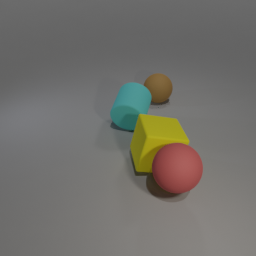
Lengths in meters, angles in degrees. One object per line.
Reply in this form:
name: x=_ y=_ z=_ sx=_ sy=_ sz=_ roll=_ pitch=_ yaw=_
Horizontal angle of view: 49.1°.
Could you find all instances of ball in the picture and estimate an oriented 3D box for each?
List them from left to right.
ball: x=1.429 y=-1.905 z=13.397 sx=1.400 sy=1.400 sz=1.400 roll=0 pitch=33 yaw=0
ball: x=1.368 y=1.109 z=7.817 sx=1.400 sy=1.400 sz=1.400 roll=0 pitch=33 yaw=0

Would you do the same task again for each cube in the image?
cube: x=0.980 y=0.534 z=9.302 sx=1.400 sy=1.400 sz=1.400 roll=7 pitch=31 yaw=-14

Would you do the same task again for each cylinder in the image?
cylinder: x=0.136 y=-0.874 z=11.308 sx=1.400 sy=1.400 sz=1.400 roll=8 pitch=48 yaw=13
